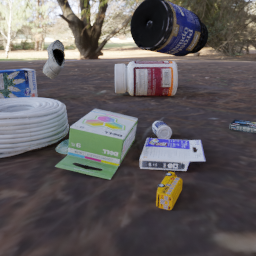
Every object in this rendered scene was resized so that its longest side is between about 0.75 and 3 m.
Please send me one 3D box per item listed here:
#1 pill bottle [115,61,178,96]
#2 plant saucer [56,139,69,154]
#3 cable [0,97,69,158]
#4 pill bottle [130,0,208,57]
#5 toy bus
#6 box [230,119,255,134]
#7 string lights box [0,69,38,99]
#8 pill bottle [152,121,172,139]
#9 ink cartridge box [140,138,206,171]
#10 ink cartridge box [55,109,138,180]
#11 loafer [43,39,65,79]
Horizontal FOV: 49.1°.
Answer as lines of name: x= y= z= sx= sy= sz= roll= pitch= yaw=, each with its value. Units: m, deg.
pill bottle: x=0.861 y=-2.455 z=13.976 sx=2.997 sy=1.711 sz=1.711 roll=0 pitch=17 yaw=0
plant saucer: x=-1.367 y=0.423 z=7.083 sx=0.923 sy=0.178 sz=0.923 roll=0 pitch=16 yaw=0
cable: x=-3.116 y=-0.172 z=7.558 sx=2.938 sy=1.017 sz=2.939 roll=-10 pitch=19 yaw=-29
pill bottle: x=1.584 y=-3.394 z=9.814 sx=1.639 sy=1.639 sz=2.931 roll=15 pitch=15 yaw=40
toy bus: x=0.713 y=1.051 z=4.806 sx=0.333 sy=0.277 sz=0.850 roll=7 pitch=18 yaw=23
box: x=3.635 y=-0.055 z=8.617 sx=0.845 sy=0.194 sz=0.672 roll=11 pitch=20 yaw=32
string lights box: x=-5.497 y=-1.901 z=12.678 sx=0.793 sy=1.382 sz=2.689 roll=12 pitch=20 yaw=34
pill bottle: x=0.932 y=0.043 z=7.900 sx=0.422 sy=0.422 sz=0.760 roll=-3 pitch=17 yaw=-9
ink cartridge box: x=1.011 y=0.575 z=6.343 sx=1.346 sy=0.292 sz=1.333 roll=1 pitch=17 yaw=11
ink cartridge box: x=-0.604 y=0.246 z=6.485 sx=1.218 sy=0.695 sz=2.345 roll=13 pitch=19 yaw=9
loafer: x=-2.618 y=-2.678 z=10.440 sx=0.741 sy=0.743 sz=2.124 roll=-31 pitch=43 yaw=27
